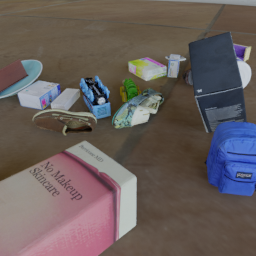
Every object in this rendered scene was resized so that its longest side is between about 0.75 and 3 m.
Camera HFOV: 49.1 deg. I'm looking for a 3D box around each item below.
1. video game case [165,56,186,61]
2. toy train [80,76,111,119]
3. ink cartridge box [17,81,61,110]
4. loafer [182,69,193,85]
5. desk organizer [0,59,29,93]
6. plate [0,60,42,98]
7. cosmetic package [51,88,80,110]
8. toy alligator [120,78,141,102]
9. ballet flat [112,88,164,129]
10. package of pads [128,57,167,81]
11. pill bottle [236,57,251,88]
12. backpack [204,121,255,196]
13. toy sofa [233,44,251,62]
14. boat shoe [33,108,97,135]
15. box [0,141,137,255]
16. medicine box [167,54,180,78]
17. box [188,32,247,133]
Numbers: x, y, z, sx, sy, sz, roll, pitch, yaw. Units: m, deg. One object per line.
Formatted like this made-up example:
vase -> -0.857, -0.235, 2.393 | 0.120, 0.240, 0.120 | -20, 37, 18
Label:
video game case -> 2.796, -4.095, 16.453 | 0.908, 0.106, 0.826 | -15, 36, -20
toy train -> -1.322, -1.250, 11.056 | 0.886, 1.168, 2.044 | -14, 36, -19
ink cartridge box -> -3.632, -1.474, 11.893 | 1.133, 0.634, 1.660 | 12, 37, 18
loafer -> 2.899, -2.473, 13.585 | 0.580, 0.662, 1.843 | -6, 22, 24
desk organizer -> -5.529, -2.153, 12.035 | 0.793, 0.851, 2.211 | 20, 49, 36
plate -> -5.138, -2.145, 12.643 | 2.876, 0.368, 2.876 | -11, 43, 10
cosmetic package -> -2.569, -1.173, 11.665 | 0.617, 0.378, 1.494 | 8, 34, 13
toy alligator -> 0.057, -1.832, 12.349 | 0.811, 0.742, 2.736 | -5, 33, -7
ballet flat -> 0.529, -0.726, 10.472 | 1.069, 1.069, 2.879 | 17, 38, 25
package of pads -> 0.949, -3.056, 14.388 | 1.333, 0.589, 1.726 | -20, 38, -28
pill bottle -> 4.437, -2.838, 13.206 | 1.511, 1.511, 2.656 | -5, 33, -8
backpack -> 2.936, 0.794, 7.351 | 1.424, 1.752, 1.470 | 2, 33, 2
toy sofa -> 6.110, -4.507, 16.461 | 1.893, 0.784, 0.924 | 28, 41, 36
boat shoe -> -2.221, -0.161, 9.737 | 2.221, 0.820, 0.822 | -2, 39, -3
box -> -1.490, 1.824, 5.864 | 2.975, 1.621, 1.902 | -28, 42, -36
medicine box -> 2.337, -3.167, 14.280 | 0.503, 0.891, 0.978 | 7, 34, 11
box -> 2.984, -1.430, 9.308 | 1.425, 2.260, 2.299 | -12, 57, 21
